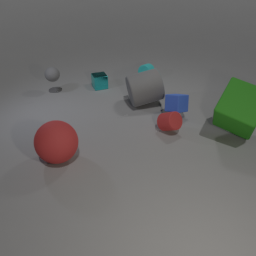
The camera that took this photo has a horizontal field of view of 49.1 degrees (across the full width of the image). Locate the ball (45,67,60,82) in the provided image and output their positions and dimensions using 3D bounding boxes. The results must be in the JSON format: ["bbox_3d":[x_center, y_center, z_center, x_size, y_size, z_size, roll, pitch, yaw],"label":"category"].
[{"bbox_3d":[-3.573,-2.530,13.207,0.700,0.700,0.700,0,32,0],"label":"ball"}]

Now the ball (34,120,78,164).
[{"bbox_3d":[-2.311,0.451,9.043,1.400,1.400,1.400,0,32,0],"label":"ball"}]

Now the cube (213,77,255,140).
[{"bbox_3d":[3.922,-0.655,9.761,1.400,1.400,1.400,27,79,22],"label":"cube"}]

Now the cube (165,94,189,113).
[{"bbox_3d":[1.998,-1.023,11.497,0.700,0.700,0.700,-9,15,-42],"label":"cube"}]

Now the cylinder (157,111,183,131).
[{"bbox_3d":[1.578,-0.250,10.621,0.700,0.700,0.700,-25,11,-34],"label":"cylinder"}]

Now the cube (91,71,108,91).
[{"bbox_3d":[-1.442,-2.393,14.255,0.700,0.700,0.700,-12,34,-18],"label":"cube"}]

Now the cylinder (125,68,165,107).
[{"bbox_3d":[0.738,-1.767,12.330,1.400,1.400,1.400,-16,34,-4],"label":"cylinder"}]

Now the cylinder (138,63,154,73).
[{"bbox_3d":[1.001,-3.128,15.300,0.700,0.700,0.700,16,26,24],"label":"cylinder"}]
